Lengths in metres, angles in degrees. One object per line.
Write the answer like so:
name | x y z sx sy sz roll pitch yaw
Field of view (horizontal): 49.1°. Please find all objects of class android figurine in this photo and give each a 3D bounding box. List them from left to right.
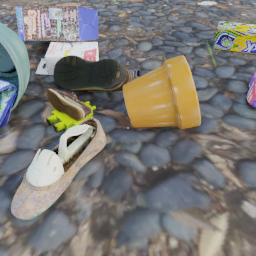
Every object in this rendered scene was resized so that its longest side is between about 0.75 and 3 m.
android figurine | -1.560 -0.373 7.905 1.372 0.282 1.249 -28 47 -28

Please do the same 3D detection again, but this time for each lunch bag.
lunch bag | -4.088 -0.532 7.116 1.759 1.318 2.068 19 63 21

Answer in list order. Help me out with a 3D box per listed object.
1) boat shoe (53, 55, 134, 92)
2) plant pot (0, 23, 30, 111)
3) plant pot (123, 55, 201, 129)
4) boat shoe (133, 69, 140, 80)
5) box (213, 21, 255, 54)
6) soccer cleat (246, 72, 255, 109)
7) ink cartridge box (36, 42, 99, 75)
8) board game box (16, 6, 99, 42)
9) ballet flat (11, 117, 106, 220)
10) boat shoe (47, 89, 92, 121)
boat shoe | -1.116 -1.590 8.880 2.939 1.112 1.085 14 2 34
plant pot | -3.987 -1.869 7.896 2.831 2.831 1.897 5 32 6
plant pot | 0.829 -0.761 7.361 1.700 1.857 1.857 -14 39 8
boat shoe | 0.324 -1.756 9.541 0.214 0.251 0.750 -31 39 20
box | 4.988 -3.618 11.357 2.786 0.896 0.976 12 40 15
soccer cleat | 4.032 -1.218 8.614 0.622 0.667 1.824 13 41 15
ink cartridge box | -2.203 -2.545 10.174 2.202 0.743 1.282 -2 39 -2
board game box | -2.687 -4.089 11.072 2.507 1.214 1.998 5 20 14
ballet flat | -1.489 0.665 6.103 0.962 0.950 2.826 19 43 21
boat shoe | -1.634 -0.711 7.776 1.504 0.543 0.541 29 41 29
